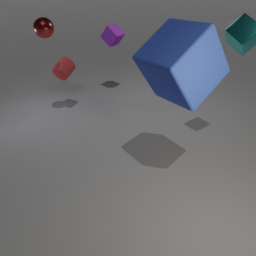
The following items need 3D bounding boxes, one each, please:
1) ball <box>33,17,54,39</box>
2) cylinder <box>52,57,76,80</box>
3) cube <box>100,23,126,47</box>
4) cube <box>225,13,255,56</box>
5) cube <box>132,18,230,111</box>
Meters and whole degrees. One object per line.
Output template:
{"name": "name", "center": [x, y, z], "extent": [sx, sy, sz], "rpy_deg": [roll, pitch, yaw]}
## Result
{"name": "ball", "center": [-2.909, -3.455, 9.668], "extent": [0.700, 0.700, 0.700], "rpy_deg": [0, 30, 0]}
{"name": "cylinder", "center": [-2.623, -2.434, 11.474], "extent": [0.700, 0.700, 0.700], "rpy_deg": [16, 60, 26]}
{"name": "cube", "center": [-0.687, -4.242, 12.794], "extent": [0.700, 0.700, 0.700], "rpy_deg": [47, 43, 2]}
{"name": "cube", "center": [3.246, -2.610, 7.867], "extent": [0.700, 0.700, 0.700], "rpy_deg": [53, 10, 23]}
{"name": "cube", "center": [1.251, -1.506, 6.578], "extent": [1.400, 1.400, 1.400], "rpy_deg": [-47, 42, -8]}
